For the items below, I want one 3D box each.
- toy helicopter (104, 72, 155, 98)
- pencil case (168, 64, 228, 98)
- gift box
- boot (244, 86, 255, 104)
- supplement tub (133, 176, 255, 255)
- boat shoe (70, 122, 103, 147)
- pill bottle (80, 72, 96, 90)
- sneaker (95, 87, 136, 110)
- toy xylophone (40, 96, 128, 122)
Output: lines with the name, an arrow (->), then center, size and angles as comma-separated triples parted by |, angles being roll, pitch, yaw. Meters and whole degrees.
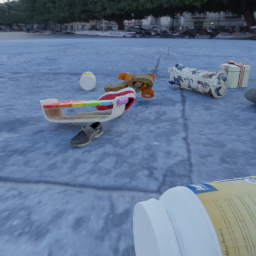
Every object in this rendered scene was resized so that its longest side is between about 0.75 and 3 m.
toy helicopter -> -0.066, -1.788, 11.443 | 2.258, 0.891, 1.493 | -7, -20, 30
pencil case -> 3.102, -2.151, 12.509 | 1.274, 1.108, 2.848 | 3, 16, -38
gift box -> 5.283, -2.688, 13.826 | 1.262, 1.179, 1.165 | -11, 24, -22
boot -> 4.950, -0.909, 9.593 | 2.508, 1.001, 2.758 | 7, 25, -21
supplement tub -> 1.152, 1.342, 3.305 | 1.965, 1.421, 1.421 | -5, 22, -13
boat shoe -> -1.154, 0.131, 7.689 | 0.460, 0.452, 1.234 | 11, 24, 26
pill bottle -> -1.927, -2.302, 13.458 | 0.733, 0.733, 1.300 | -3, 22, -6
sneaker -> -0.461, -0.875, 9.507 | 1.499, 0.587, 0.866 | -24, 26, 12
toy xylophone -> -1.277, -0.612, 8.668 | 2.643, 0.664, 1.935 | -2, 9, 9
